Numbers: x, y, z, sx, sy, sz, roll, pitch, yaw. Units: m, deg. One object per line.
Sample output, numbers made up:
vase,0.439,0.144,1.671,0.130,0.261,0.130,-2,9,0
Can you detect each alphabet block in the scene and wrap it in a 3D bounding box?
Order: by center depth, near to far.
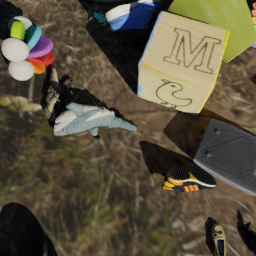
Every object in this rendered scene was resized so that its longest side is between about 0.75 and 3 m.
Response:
alphabet block,1.791,-2.146,9.651,2.371,2.316,2.328,19,73,8

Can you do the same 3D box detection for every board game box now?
board game box,-1.155,-4.539,11.684,0.773,0.109,0.523,29,72,10

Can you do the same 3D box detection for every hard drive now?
hard drive,3.660,1.061,9.199,2.848,0.603,1.921,27,65,5

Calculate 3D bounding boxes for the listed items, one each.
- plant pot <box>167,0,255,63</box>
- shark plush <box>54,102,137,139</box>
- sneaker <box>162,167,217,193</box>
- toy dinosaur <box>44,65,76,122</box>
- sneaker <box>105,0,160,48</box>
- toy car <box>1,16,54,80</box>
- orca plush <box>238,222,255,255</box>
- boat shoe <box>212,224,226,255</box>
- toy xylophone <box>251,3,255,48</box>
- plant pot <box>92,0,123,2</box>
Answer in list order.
plant pot,3.350,-3.935,10.389,2.653,2.653,2.836,-34,88,-12
shark plush,-1.149,-0.172,9.937,2.802,1.273,1.167,7,89,-19
sneaker,1.960,1.770,9.130,1.844,0.830,0.645,11,41,-21
toy dinosaur,-2.523,-1.432,10.335,1.047,0.564,2.375,-4,66,6
sneaker,0.474,-4.127,11.087,2.931,1.125,1.630,-38,111,-41
toy car,-3.468,-2.821,10.044,1.570,2.093,1.832,1,54,-5
orca plush,4.118,3.597,8.431,0.844,0.570,1.604,-23,71,-8
boat shoe,2.809,3.517,8.585,0.392,0.338,1.074,5,70,2
toy xylophone,5.640,-3.995,11.220,1.743,0.598,2.381,18,71,6
plant pot,-0.635,-6.802,11.288,2.765,2.707,2.715,15,70,-7
